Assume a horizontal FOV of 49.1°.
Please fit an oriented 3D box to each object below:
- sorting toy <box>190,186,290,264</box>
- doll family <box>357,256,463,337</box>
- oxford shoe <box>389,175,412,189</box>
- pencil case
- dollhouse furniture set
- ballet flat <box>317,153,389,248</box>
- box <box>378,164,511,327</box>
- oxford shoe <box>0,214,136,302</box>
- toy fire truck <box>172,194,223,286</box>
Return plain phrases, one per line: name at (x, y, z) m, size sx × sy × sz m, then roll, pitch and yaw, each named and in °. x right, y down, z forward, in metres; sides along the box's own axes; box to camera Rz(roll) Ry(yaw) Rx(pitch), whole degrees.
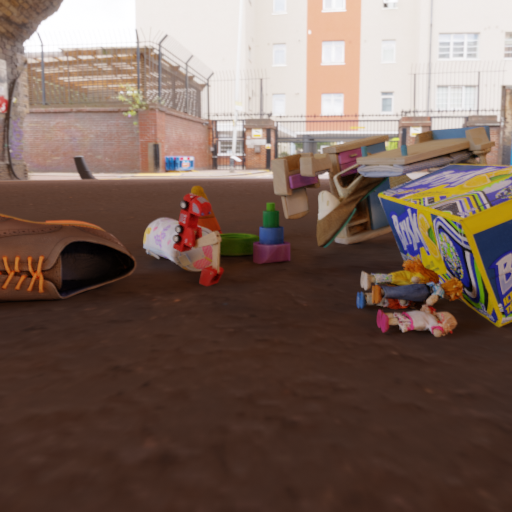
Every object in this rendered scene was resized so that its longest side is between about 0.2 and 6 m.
sorting toy at (-0.527, -0.656, 10.147) m, size 1.169 × 1.161 × 3.371 m, roll -6°, pitch 11°, yaw -33°
doll family at (1.603, 0.356, 5.755) m, size 0.874 × 0.635 × 1.408 m, roll -1°, pitch 10°, yaw -3°
oxford shoe at (3.207, -1.413, 12.881) m, size 2.918 × 1.097 × 0.843 m, roll 26°, pitch -35°, yaw -19°
pencil case at (-1.218, -0.196, 8.848) m, size 0.746 × 0.684 × 1.646 m, roll -21°, pitch 18°, yaw -27°
dollhouse furniture set at (2.257, -1.036, 9.820) m, size 2.755 × 1.904 × 2.918 m, roll -17°, pitch 15°, yaw -25°
ballet flat at (1.628, -1.109, 10.302) m, size 2.070 × 0.749 × 0.702 m, roll -48°, pitch 10°, yaw -8°
box at (2.739, -0.383, 7.206) m, size 1.339 × 1.229 × 3.822 m, roll -23°, pitch 8°, yaw 4°
oxford shoe at (-2.830, 0.038, 6.473) m, size 3.029 × 1.080 × 1.104 m, roll -9°, pitch 17°, yaw -43°
toy fire truck at (-0.723, -0.216, 7.417) m, size 0.752 × 1.067 × 0.260 m, roll 25°, pitch 21°, yaw 24°
